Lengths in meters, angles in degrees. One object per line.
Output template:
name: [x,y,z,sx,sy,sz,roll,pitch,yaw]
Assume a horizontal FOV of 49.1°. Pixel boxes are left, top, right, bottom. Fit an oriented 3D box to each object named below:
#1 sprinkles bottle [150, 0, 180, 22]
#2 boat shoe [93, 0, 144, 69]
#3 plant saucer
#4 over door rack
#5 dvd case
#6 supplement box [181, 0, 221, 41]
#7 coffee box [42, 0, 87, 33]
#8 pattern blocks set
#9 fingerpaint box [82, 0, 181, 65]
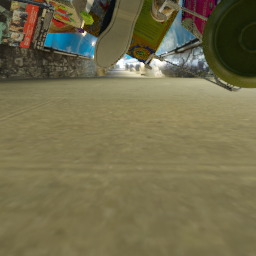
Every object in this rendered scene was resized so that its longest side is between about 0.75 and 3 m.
sprinkles bottle: [0.967,-3.328,7.564,0.647,0.647,1.897,0,14,1]
boat shoe: [-0.374,-3.164,8.630,1.059,2.827,0.874,10,40,-17]
plant saucer: [1.783,-1.279,3.963,1.451,1.451,0.225,5,15,20]
over door rack: [1.600,-1.695,5.756,2.268,0.755,1.675,16,-26,2]
dvd case: [-1.869,-1.656,4.353,1.253,0.138,0.914,-1,-30,-31]
supplement box: [2.619,-3.425,8.355,1.313,1.285,2.540,-8,34,-6]
coffee box: [-2.650,-3.739,8.514,2.526,1.445,1.007,-12,59,-30]
pattern blocks set: [-1.704,-3.046,7.334,1.677,0.155,1.908,20,-8,16]
fingerpaint box: [0.112,-3.679,9.486,2.609,2.177,0.957,29,19,0]
